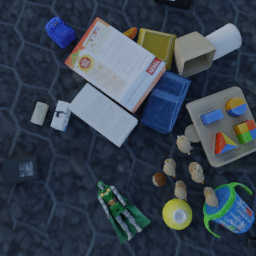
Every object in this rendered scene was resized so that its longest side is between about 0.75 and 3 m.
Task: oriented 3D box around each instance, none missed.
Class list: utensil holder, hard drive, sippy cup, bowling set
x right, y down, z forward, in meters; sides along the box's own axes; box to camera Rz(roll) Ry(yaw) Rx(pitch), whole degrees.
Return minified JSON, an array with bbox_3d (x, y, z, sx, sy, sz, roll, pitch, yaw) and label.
[{"bbox_3d":[3.348,-3.096,10.189,1.127,0.958,0.958,-28,83,-2],"label":"utensil holder"},{"bbox_3d":[-3.778,1.491,9.871,1.239,0.204,0.864,-8,82,-1],"label":"hard drive"},{"bbox_3d":[3.382,2.745,9.224,1.245,1.334,1.699,40,120,-5],"label":"sippy cup"},{"bbox_3d":[1.684,1.678,9.116,1.788,1.379,2.569,-30,89,10],"label":"bowling set"}]

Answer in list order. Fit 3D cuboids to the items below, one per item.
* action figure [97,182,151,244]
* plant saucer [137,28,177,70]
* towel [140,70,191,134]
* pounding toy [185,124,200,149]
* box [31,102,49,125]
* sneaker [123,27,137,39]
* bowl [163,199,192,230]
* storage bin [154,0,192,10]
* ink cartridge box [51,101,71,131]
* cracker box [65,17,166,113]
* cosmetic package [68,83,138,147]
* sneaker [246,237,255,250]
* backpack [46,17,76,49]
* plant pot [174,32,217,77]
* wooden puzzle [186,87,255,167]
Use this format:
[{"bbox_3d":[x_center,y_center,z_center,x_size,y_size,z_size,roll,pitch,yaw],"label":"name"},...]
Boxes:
[{"bbox_3d":[-0.377,2.726,9.539,1.260,0.583,2.133,-38,80,-2],"label":"action figure"},{"bbox_3d":[1.026,-3.009,10.473,1.442,0.349,1.442,12,82,1],"label":"plant saucer"},{"bbox_3d":[1.341,-0.955,10.075,1.202,0.523,2.154,22,82,4],"label":"towel"},{"bbox_3d":[2.282,0.311,9.957,0.666,0.401,0.863,39,80,17],"label":"pounding toy"},{"bbox_3d":[-3.183,-0.521,10.117,0.361,0.296,0.761,17,82,6],"label":"box"},{"bbox_3d":[-0.024,-3.468,10.534,0.954,0.368,0.348,-41,82,-7],"label":"sneaker"},{"bbox_3d":[1.717,2.953,9.483,1.030,0.554,1.030,0,81,-1],"label":"bowl"},{"bbox_3d":[1.743,-5.109,10.468,1.426,0.964,0.669,14,82,2],"label":"storage bin"},{"bbox_3d":[-2.338,-0.417,9.911,0.396,0.686,0.946,15,82,2],"label":"ink cartridge box"},{"bbox_3d":[-0.427,-2.176,9.899,2.978,0.859,1.994,37,92,9],"label":"cracker box"},{"bbox_3d":[-0.860,-0.430,9.859,2.207,0.786,1.119,37,83,5],"label":"cosmetic package"},{"bbox_3d":[4.758,3.894,9.399,1.432,0.430,0.747,-15,87,1],"label":"sneaker"},{"bbox_3d":[-2.517,-3.615,10.337,0.980,0.823,0.797,44,77,9],"label":"backpack"},{"bbox_3d":[2.264,-2.687,10.065,1.217,1.216,1.077,-23,70,-3],"label":"plant pot"},{"bbox_3d":[3.478,-0.131,9.746,2.247,0.562,2.426,-20,81,-14],"label":"wooden puzzle"}]
